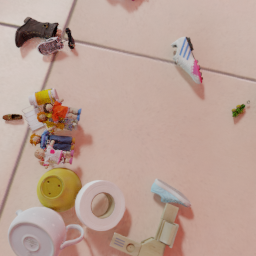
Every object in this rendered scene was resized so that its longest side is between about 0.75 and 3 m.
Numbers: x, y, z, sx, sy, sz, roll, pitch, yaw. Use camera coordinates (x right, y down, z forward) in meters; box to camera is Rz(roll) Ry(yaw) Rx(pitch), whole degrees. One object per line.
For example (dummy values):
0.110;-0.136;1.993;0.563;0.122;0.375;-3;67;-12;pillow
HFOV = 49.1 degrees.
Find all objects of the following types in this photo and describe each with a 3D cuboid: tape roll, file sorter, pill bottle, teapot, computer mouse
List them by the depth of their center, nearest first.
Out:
-3.030;3.673;10.089;2.135;1.580;2.163;-35;95;21;teapot
-1.014;2.850;10.392;1.806;0.632;1.806;5;79;-24;tape roll
-3.969;-0.424;11.709;0.606;0.544;0.873;-26;77;-7;file sorter
-3.590;-1.281;11.900;1.149;0.627;0.627;-14;75;-4;pill bottle
-3.255;-3.814;12.604;1.707;0.936;0.374;-18;40;2;computer mouse

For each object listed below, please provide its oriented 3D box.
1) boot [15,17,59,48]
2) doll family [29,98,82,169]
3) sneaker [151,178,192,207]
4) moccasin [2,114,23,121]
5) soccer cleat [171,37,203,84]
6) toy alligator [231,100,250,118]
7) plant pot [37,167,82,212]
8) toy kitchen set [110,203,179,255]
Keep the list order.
-4.121;-4.267;12.738;1.577;0.627;1.812;18;73;6;boot
-2.985;0.236;11.289;1.747;1.268;2.814;11;81;-14;doll family
1.636;2.668;10.884;1.662;0.614;0.681;33;100;11;sneaker
-4.904;-0.463;11.834;0.820;0.316;0.300;3;74;1;moccasin
2.574;-2.892;12.371;0.996;0.806;2.306;-19;75;16;soccer cleat
4.772;-0.814;11.972;1.147;0.276;0.380;-35;104;-17;toy alligator
-2.710;2.290;10.585;1.751;1.243;1.751;0;75;0;plant pot
0.637;3.533;9.971;1.936;1.751;2.146;21;75;6;toy kitchen set
